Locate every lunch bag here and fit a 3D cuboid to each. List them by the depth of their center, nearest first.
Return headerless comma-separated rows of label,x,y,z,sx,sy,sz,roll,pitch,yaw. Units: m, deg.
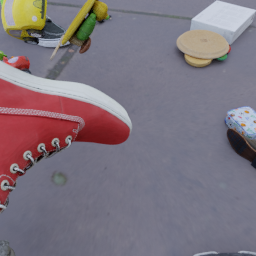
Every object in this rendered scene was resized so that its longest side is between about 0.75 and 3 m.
lunch bag,3.188,-0.092,7.426,0.882,0.416,1.101,-12,46,-15

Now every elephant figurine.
elephant figurine,-2.233,2.539,3.735,1.423,2.012,1.561,6,46,6

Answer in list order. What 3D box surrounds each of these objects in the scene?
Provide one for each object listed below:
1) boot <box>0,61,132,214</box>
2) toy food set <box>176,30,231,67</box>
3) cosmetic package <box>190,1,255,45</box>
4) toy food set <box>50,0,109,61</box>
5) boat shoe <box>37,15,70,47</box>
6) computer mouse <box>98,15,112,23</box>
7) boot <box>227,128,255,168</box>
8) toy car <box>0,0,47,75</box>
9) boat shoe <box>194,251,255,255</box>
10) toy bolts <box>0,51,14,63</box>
boot,-1.120,0.348,3.559,2.845,1.030,2.052,15,53,-33
toy food set,2.733,-2.968,10.169,1.926,0.473,1.945,-16,48,-15
cosmetic package,3.885,-4.369,11.434,1.771,0.607,2.349,30,53,24
toy food set,-1.063,-2.439,6.945,0.646,1.978,1.164,32,39,-24
boat shoe,-3.433,-3.933,10.732,2.931,1.001,1.082,23,50,21
computer mouse,-1.007,-4.671,12.050,0.563,0.185,0.802,10,40,7
boot,3.067,0.458,6.904,0.647,0.499,1.334,-19,57,-31
toy car,-1.745,-1.636,4.378,0.506,2.270,2.136,3,57,-28
boat shoe,2.150,2.523,4.596,2.658,0.802,0.982,5,46,5
toy bolts,-3.951,-1.930,9.203,1.100,0.799,1.152,16,16,-45
